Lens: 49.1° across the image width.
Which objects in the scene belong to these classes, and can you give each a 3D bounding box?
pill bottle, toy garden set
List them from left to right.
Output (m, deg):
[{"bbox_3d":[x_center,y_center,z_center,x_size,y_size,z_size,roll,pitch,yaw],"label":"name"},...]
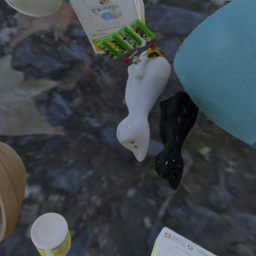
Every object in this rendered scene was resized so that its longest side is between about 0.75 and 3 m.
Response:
[{"bbox_3d":[-1.210,1.806,4.531,0.547,0.983,0.547,3,51,-4],"label":"pill bottle"},{"bbox_3d":[0.053,-1.217,4.377,0.879,0.733,0.175,-16,54,42],"label":"toy garden set"}]

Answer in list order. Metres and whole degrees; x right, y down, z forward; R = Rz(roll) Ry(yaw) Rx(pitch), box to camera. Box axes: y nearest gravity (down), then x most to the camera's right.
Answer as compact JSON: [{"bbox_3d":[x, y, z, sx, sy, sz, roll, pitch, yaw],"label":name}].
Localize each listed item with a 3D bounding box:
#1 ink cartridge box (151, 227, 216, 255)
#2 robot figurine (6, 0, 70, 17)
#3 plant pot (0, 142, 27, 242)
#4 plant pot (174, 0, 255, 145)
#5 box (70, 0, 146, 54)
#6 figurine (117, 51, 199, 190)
[{"bbox_3d":[0.817,1.973,3.070,1.404,0.334,1.421,28,31,9],"label":"ink cartridge box"},{"bbox_3d":[-1.867,-3.409,5.735,1.600,1.329,2.130,12,97,2],"label":"robot figurine"},{"bbox_3d":[-1.912,0.680,3.728,1.588,1.588,0.733,34,31,13],"label":"plant pot"},{"bbox_3d":[2.235,-0.728,4.499,2.567,2.567,1.729,-15,73,-6],"label":"plant pot"},{"bbox_3d":[-0.422,-2.756,5.540,1.167,2.302,1.295,-6,62,12],"label":"box"},{"bbox_3d":[0.570,-0.091,5.361,0.881,2.046,1.997,-12,52,37],"label":"figurine"}]
